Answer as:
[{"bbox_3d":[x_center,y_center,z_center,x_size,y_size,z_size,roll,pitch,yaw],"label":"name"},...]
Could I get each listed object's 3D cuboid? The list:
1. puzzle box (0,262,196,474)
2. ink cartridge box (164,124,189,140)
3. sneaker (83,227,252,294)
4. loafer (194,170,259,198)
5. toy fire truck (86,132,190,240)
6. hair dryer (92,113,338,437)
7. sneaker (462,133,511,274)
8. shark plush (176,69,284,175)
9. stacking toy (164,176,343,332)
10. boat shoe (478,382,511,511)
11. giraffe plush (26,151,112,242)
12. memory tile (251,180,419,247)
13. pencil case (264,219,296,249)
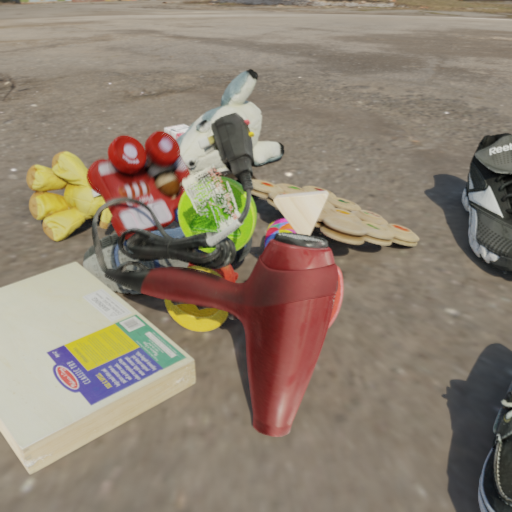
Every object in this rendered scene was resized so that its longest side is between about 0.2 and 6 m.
[{"bbox_3d":[-2.405,1.092,6.754,2.010,0.384,3.021,-22,36,-35],"label":"puzzle box"},{"bbox_3d":[-1.905,-3.089,14.426,0.623,0.363,0.856,-19,32,-31],"label":"ink cartridge box"},{"bbox_3d":[-1.314,-0.010,8.474,2.503,0.933,1.090,-9,3,-5],"label":"sneaker"},{"bbox_3d":[-0.652,-1.235,10.645,2.007,0.733,0.716,-25,37,-38],"label":"loafer"},{"bbox_3d":[-1.376,-0.862,7.091,1.383,1.161,0.776,-22,-6,-47],"label":"toy fire truck"},{"bbox_3d":[-0.274,0.368,5.947,2.405,3.158,0.858,-33,-12,29],"label":"hair dryer"},{"bbox_3d":[4.146,-1.060,9.260,1.241,1.689,3.734,0,28,11],"label":"sneaker"},{"bbox_3d":[-1.217,-2.200,12.566,1.901,2.074,4.564,1,43,46],"label":"shark plush"},{"bbox_3d":[0.033,-0.051,7.240,2.283,2.067,0.964,6,21,11],"label":"stacking toy"},{"bbox_3d":[2.563,1.571,5.142,0.920,0.905,2.552,-9,14,34],"label":"boat shoe"},{"bbox_3d":[-2.964,-1.094,9.992,1.727,1.490,1.400,-5,6,12],"label":"giraffe plush"},{"bbox_3d":[1.254,-0.787,9.658,2.130,0.233,2.779,1,23,-39],"label":"memory tile"},{"bbox_3d":[0.456,0.029,8.416,0.717,0.717,1.623,3,29,6],"label":"pencil case"}]
